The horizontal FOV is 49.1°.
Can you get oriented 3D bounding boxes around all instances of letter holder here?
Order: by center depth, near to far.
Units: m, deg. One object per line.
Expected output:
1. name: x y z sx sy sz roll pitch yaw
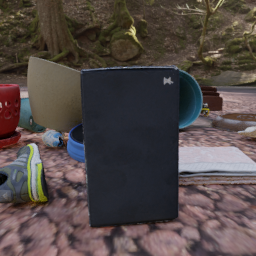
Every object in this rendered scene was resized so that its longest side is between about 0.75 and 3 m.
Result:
1. letter holder: 4.685 -1.844 17.302 2.061 1.465 1.036 -1 11 -7

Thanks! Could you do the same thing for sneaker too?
1. sneaker: -2.157 0.853 5.566 0.872 0.796 2.155 -8 12 -22
2. sneaker: -2.269 0.358 8.894 0.575 0.570 1.586 45 2 -1

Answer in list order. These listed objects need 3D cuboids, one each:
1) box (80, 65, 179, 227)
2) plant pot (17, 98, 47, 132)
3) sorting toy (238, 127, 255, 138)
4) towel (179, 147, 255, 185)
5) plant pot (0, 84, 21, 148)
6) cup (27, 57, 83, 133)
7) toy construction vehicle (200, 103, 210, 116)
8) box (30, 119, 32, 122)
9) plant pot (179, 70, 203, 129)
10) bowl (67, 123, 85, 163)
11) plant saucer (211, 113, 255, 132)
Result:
1. box: -0.070 0.101 5.120 1.470 2.372 2.332 -4 11 -9
2. plant pot: -3.789 -0.445 11.137 1.298 1.298 1.272 -11 24 -43
3. sorting toy: 4.543 0.111 9.601 1.296 0.769 1.439 0 9 44
4. towel: 1.948 0.825 6.736 2.149 0.346 2.052 0 11 -4
5. plant pot: -4.430 -0.379 8.727 2.103 1.915 2.103 1 11 0
6. cup: -2.102 -0.923 9.131 2.679 1.916 2.679 18 4 -1
7. toy construction vehicle: 3.845 -0.955 15.566 1.550 0.546 1.350 3 22 28
8. box: -4.551 -0.714 13.927 2.568 0.529 2.002 6 15 23
9. plant pot: 1.549 -1.073 11.841 2.331 2.331 2.190 -4 -2 -18
10. bowl: -0.496 0.229 8.107 2.562 0.503 2.562 -5 20 2
11. plant saucer: 5.100 -0.272 12.033 2.926 0.469 2.926 0 12 0
